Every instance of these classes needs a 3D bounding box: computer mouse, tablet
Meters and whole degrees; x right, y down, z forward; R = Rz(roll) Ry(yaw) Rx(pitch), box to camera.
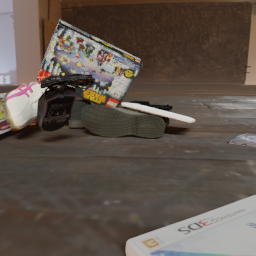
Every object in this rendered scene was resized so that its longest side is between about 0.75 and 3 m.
[{"bbox_3d":[-1.708,-0.670,6.839,1.347,1.945,0.513,-12,59,-39],"label":"computer mouse"},{"bbox_3d":[0.998,-0.497,8.863,2.193,0.150,1.427,15,7,17],"label":"tablet"}]

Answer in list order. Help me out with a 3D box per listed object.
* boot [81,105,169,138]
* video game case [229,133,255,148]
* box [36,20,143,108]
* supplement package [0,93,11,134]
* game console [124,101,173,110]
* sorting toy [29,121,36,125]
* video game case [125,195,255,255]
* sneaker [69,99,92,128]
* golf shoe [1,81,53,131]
[{"bbox_3d":[-0.032,-0.211,9.054,2.696,0.913,1.761,9,8,8],"label":"boot"},{"bbox_3d":[3.697,0.394,7.447,1.136,0.151,1.590,-10,16,-42],"label":"video game case"},{"bbox_3d":[-1.228,-1.881,9.024,2.854,1.954,0.569,20,29,-21],"label":"box"},{"bbox_3d":[-4.127,-0.374,8.369,1.120,1.163,2.046,-9,11,9],"label":"supplement package"},{"bbox_3d":[1.120,-1.202,14.932,2.641,0.318,1.558,7,14,29],"label":"game console"},{"bbox_3d":[-4.133,-0.265,10.467,1.430,0.242,0.689,-1,12,-6],"label":"sorting toy"},{"bbox_3d":[1.495,1.332,2.449,2.168,0.262,2.378,-7,13,-30],"label":"video game case"},{"bbox_3d":[-1.373,-0.608,9.765,2.161,1.127,0.649,-4,4,-14],"label":"sneaker"},{"bbox_3d":[-2.894,-0.870,8.583,1.305,1.029,2.834,-14,27,5],"label":"golf shoe"}]
